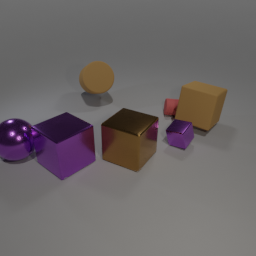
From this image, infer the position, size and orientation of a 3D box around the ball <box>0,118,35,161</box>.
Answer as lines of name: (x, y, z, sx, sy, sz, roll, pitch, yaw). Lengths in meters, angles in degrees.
ball: (-3.718, 0.377, 9.241, 1.400, 1.400, 1.400, 0, 30, 0)

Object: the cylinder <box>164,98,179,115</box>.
cylinder: (1.950, -0.901, 12.065, 0.700, 0.700, 0.700, 5, 30, -3)

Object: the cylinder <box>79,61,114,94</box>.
cylinder: (-1.451, -2.258, 12.726, 1.400, 1.400, 1.400, -9, 9, -15)

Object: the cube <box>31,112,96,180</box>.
cube: (-2.034, 0.523, 8.989, 1.400, 1.400, 1.400, 25, 38, 36)

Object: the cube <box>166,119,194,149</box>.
cube: (1.857, 0.202, 9.974, 0.700, 0.700, 0.700, 14, 45, 38)

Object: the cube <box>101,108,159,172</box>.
cube: (0.073, 0.347, 9.306, 1.400, 1.400, 1.400, 17, 33, 25)

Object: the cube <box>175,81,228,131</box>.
cube: (2.850, -0.917, 10.920, 1.400, 1.400, 1.400, 21, 26, 27)
